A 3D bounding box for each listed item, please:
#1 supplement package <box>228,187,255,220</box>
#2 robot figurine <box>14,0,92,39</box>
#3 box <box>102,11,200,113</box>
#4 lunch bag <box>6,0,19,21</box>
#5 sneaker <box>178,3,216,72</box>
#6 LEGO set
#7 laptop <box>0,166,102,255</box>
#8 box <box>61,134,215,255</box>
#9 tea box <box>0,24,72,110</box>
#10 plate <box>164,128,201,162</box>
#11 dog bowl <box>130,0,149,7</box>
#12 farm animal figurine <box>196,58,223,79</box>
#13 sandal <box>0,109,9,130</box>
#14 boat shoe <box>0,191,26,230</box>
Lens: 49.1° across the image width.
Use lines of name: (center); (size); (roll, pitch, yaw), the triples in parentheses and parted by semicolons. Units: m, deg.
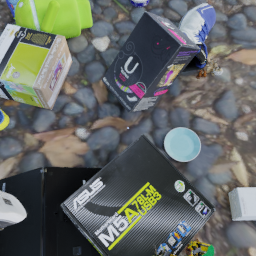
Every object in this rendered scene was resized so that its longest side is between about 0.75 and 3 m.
supplement package: (3.502, 2.041, 7.523); (1.312, 0.770, 0.767); (-1, 66, -1)
robot figurine: (-2.622, -3.837, 9.686); (2.647, 1.531, 2.322); (-13, 35, -11)
box: (0.606, -1.846, 8.245); (1.505, 2.462, 1.306); (49, 32, 19)
lunch bag: (-3.859, -5.555, 10.932); (1.855, 1.159, 2.464); (-20, 55, -7)
sneaker: (2.122, -2.682, 9.139); (2.943, 1.189, 1.700); (-44, 44, -11)
LEGO set: (1.151, 3.604, 6.518); (1.238, 1.644, 2.138); (-3, 93, 41)
laptop: (-2.052, 2.459, 7.679); (2.836, 1.465, 2.514); (5, 64, -26)
box: (0.301, 2.073, 7.234); (2.926, 0.695, 2.826); (-39, 81, -23)
tea box: (-3.144, -1.948, 8.989); (2.002, 1.360, 2.035); (14, 67, 7)
plate: (1.655, 0.512, 8.560); (1.112, 0.142, 1.112); (0, 67, 0)
dog bowl: (0.452, -5.154, 11.021); (0.795, 0.313, 0.795); (0, 65, 0)
farm animal figurine: (2.581, -2.018, 9.500); (0.993, 0.524, 1.004); (-15, 53, 3)
sandal: (-4.474, -0.744, 8.783); (1.816, 0.790, 0.722); (38, 73, 17)
boat shoe: (-2.282, 1.278, 4.407); (0.642, 1.939, 0.678); (-35, 71, -12)
